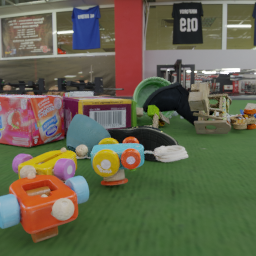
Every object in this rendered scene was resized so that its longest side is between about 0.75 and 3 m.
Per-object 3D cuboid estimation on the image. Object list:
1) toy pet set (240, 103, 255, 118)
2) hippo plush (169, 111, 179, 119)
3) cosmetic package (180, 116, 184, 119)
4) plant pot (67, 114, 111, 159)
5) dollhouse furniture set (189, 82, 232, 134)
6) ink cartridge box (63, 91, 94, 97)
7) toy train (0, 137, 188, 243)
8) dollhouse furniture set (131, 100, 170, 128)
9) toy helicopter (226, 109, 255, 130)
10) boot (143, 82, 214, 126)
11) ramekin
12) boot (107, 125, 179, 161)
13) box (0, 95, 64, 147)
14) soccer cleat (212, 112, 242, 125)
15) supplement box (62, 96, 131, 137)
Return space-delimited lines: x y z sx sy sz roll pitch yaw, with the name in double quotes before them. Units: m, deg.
"toy pet set" 5.773 -0.397 12.473 1.417 0.806 1.518 35 -5 -27
"hippo plush" 2.108 -1.132 14.763 1.526 1.216 1.227 -4 8 -25
"cosmetic package" 3.562 -0.857 14.875 0.900 0.632 1.775 6 9 34
"plant pot" -1.005 0.286 6.481 1.046 1.046 0.705 8 54 42
"dollhouse furniture set" 2.863 -1.147 9.466 1.147 2.062 1.824 -1 -36 23
"ink cartridge box" -2.979 -1.534 16.881 1.285 1.279 1.769 -4 5 -31
"toy train" -0.505 0.763 3.887 2.677 0.745 2.011 -11 15 -38
"dollhouse furniture set" 0.568 -0.126 10.659 1.412 1.091 2.825 -3 -13 24
"toy helicopter" 4.137 -0.247 10.540 1.283 0.765 1.939 2 13 23
"boot" 2.079 -0.768 11.104 2.111 0.960 2.513 41 47 23
"ramekin" 1.222 -1.305 13.323 2.085 2.085 1.018 -1 1 -5
"boot" 0.598 0.277 6.966 1.999 0.721 1.510 6 8 37
"box" -3.523 -0.314 8.601 2.894 1.382 1.443 4 10 27
"soccer cleat" 4.332 -0.332 11.949 0.679 0.547 1.594 -42 44 -18
"supplement box" -1.220 -0.349 9.069 1.657 1.306 2.532 -5 11 -30
